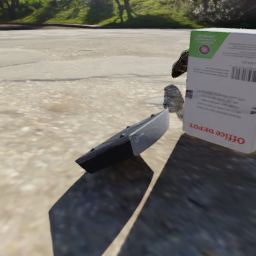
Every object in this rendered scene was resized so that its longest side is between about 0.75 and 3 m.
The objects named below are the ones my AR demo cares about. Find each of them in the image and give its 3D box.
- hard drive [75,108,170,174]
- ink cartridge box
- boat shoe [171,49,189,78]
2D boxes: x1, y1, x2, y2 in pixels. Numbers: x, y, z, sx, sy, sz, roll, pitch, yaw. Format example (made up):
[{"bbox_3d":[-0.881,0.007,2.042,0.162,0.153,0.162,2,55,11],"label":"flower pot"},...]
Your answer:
[{"bbox_3d":[0.043,0.222,5.521,1.397,0.438,2.071,-26,4,29],"label":"hard drive"},{"bbox_3d":[2.333,-0.925,6.395,1.803,2.478,1.041,21,31,39],"label":"ink cartridge box"},{"bbox_3d":[2.241,-2.502,11.166,0.687,0.608,1.877,18,-15,-6],"label":"boat shoe"}]
